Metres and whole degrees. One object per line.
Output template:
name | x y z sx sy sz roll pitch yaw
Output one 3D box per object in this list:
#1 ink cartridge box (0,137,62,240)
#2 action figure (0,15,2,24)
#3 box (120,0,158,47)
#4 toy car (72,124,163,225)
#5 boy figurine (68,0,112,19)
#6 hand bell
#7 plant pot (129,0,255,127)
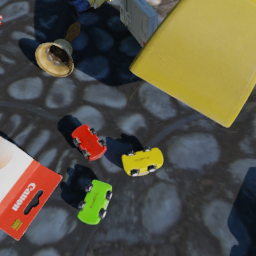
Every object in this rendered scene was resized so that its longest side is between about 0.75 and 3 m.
ink cartridge box | -3.320 1.450 7.397 2.430 0.609 1.971 25 64 16
action figure | -5.214 -3.897 10.374 0.425 0.644 1.302 30 62 15
box | 0.330 -3.876 9.810 0.410 1.554 1.994 -25 63 -12
toy car | -0.609 1.340 7.460 2.653 0.592 2.497 17 63 10
boy figurine | -1.421 -5.032 10.994 1.905 0.614 1.185 -35 56 -20
hand bell | -2.144 -3.034 9.815 1.272 1.272 2.443 10 48 5
plant pot | 1.886 -1.990 6.297 2.509 2.213 2.509 31 35 1
